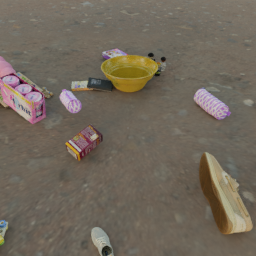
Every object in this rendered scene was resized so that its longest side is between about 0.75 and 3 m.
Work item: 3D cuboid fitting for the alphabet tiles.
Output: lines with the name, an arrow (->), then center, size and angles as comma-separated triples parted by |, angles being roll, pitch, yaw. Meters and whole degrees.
alphabet tiles -> -5.525, -1.773, 13.011 | 1.976, 0.089, 2.364 | 36, 47, 24

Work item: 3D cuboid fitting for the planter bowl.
planter bowl -> 0.070, -2.533, 13.789 | 2.750, 1.145, 2.750 | 0, 36, 0

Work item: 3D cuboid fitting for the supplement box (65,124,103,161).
supplement box -> -1.519, 0.498, 9.833 | 0.646, 0.502, 1.171 | 39, 62, 21

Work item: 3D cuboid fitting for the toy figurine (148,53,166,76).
toy figurine -> 1.424, -3.489, 15.295 | 1.225, 0.866, 1.244 | 19, 40, 24

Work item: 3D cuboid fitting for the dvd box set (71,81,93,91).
dvd box set -> -2.304, -2.130, 14.076 | 1.039, 0.153, 0.760 | -5, 37, -6

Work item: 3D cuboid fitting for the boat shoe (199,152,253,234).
boat shoe -> 2.780, 1.831, 8.244 | 0.841, 0.930, 2.608 | 0, 47, -8

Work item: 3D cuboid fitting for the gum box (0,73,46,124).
gum box -> -4.355, -1.226, 11.702 | 2.168, 1.230, 0.717 | 33, 47, 22

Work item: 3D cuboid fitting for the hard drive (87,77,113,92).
hard drive -> -1.379, -2.168, 13.920 | 1.233, 0.203, 0.860 | 8, 37, -5

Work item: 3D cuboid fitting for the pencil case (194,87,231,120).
pencil case -> 3.615, -1.056, 12.233 | 0.747, 0.733, 1.747 | 13, 28, -35

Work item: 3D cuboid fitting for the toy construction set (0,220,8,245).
toy construction set -> -3.405, 3.043, 6.705 | 1.176, 0.826, 1.794 | -17, 29, -22

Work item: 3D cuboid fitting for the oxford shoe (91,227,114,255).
oxford shoe -> -0.648, 2.950, 7.168 | 0.406, 0.312, 1.080 | -18, 38, -17

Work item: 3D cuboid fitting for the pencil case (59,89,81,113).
pencil case -> -2.255, -1.065, 10.955 | 0.588, 0.599, 1.401 | -18, 31, -21

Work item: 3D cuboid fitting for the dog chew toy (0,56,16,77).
dog chew toy -> -6.527, -2.960, 14.388 | 1.967, 1.225, 1.225 | 30, 46, 22

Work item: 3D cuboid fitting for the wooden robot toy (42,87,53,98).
wooden robot toy -> -3.782, -1.608, 13.335 | 0.412, 0.400, 0.908 | 16, 19, -45

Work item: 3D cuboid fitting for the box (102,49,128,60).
box -> -0.678, -4.284, 16.815 | 1.080, 0.309, 1.579 | -23, 42, -27
